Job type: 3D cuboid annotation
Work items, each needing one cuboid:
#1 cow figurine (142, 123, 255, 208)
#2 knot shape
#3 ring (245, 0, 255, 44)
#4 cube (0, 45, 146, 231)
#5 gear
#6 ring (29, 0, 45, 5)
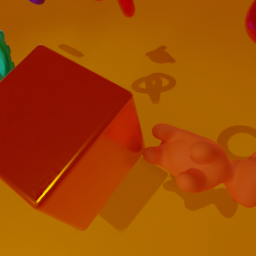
[{"bbox_3d":[1.079,0.478,3.733,1.411,0.787,1.434,12,14,-44],"label":"cow figurine"},{"bbox_3d":[-0.025,-2.820,4.971,0.708,1.434,1.533,15,24,-28],"label":"knot shape"},{"bbox_3d":[1.844,-1.208,2.735,1.321,0.264,1.321,-21,41,19],"label":"ring"},{"bbox_3d":[-0.787,0.158,3.379,1.393,1.393,1.393,31,72,23],"label":"cube"},{"bbox_3d":[-2.411,-1.222,5.104,0.250,1.352,1.352,-9,45,-4],"label":"gear"},{"bbox_3d":[-2.776,-3.922,7.530,1.340,1.340,0.268,32,76,29],"label":"ring"}]
